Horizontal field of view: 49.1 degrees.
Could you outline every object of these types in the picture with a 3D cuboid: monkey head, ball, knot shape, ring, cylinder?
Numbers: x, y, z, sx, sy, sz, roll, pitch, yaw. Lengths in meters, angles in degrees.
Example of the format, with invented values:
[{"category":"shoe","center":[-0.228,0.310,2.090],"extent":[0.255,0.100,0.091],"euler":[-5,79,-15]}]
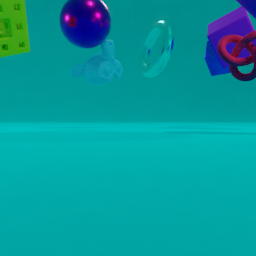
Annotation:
[{"category":"monkey head","center":[-0.824,-1.971,8.436],"extent":[1.103,1.316,1.830],"euler":[15,29,38]},{"category":"ball","center":[-1.127,-2.821,7.462],"extent":[1.365,1.365,1.365],"euler":[0,1,0]},{"category":"knot shape","center":[2.736,-1.838,6.791],"extent":[1.172,1.253,0.579],"euler":[23,19,4]},{"category":"ring","center":[0.971,-2.766,9.859],"extent":[0.403,2.015,2.015],"euler":[12,-4,-23]},{"category":"cylinder","center":[2.085,-1.985,3.680],"extent":[1.158,1.158,1.158],"euler":[-1,-37,-49]}]

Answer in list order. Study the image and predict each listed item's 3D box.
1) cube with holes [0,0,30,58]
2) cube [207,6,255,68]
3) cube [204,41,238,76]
[{"category":"cube with holes","center":[-2.826,-2.133,5.696],"extent":[1.089,1.089,1.089],"euler":[29,40,33]},{"category":"cube","center":[3.361,-2.897,8.930],"extent":[1.227,1.227,1.227],"euler":[-22,27,30]},{"category":"cube","center":[3.569,-2.730,10.644],"extent":[0.993,0.993,0.993],"euler":[-6,-38,32]}]
